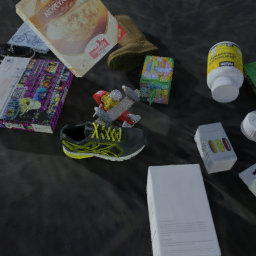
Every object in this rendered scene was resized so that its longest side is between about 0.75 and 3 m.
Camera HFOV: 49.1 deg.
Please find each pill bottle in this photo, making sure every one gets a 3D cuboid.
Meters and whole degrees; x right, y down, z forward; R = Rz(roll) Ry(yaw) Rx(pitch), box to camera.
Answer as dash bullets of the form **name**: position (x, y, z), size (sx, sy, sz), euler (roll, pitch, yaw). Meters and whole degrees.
- **pill bottle**: position (3.217, -1.846, 9.302), size (1.119, 1.119, 1.998), euler (9, 54, 6)

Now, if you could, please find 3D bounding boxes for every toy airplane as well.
- **toy airplane**: position (-0.305, -0.637, 8.392), size (1.506, 1.067, 1.513), euler (-2, 48, -4)

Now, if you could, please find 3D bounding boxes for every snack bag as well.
- **snack bag**: position (-3.681, -3.757, 11.283), size (1.745, 0.198, 1.850), euler (11, 55, 7)

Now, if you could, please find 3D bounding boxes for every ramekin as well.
- **ramekin**: position (3.923, -0.084, 8.429), size (0.914, 0.446, 0.914), euler (0, 53, 0)

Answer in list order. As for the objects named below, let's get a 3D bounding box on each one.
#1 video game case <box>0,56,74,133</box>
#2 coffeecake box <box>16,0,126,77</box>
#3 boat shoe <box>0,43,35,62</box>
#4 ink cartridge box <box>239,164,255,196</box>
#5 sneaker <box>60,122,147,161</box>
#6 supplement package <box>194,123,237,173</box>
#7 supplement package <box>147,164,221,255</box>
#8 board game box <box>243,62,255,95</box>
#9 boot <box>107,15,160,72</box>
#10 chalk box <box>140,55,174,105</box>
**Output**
- **video game case**: position (-3.313, -1.192, 9.199), size (2.534, 0.501, 2.795), euler (6, 54, 4)
- **coffeecake box**: position (-1.475, -2.797, 7.485), size (1.754, 2.286, 0.835), euler (-46, 22, -7)
- **boat shoe**: position (-4.483, -2.841, 10.360), size (1.954, 0.589, 0.722), euler (0, 54, 0)
- **ink cartridge box**: position (3.976, 1.578, 7.065), size (1.170, 0.674, 2.019), euler (-25, 58, -17)
- **sneaker**: position (-0.713, 0.326, 7.631), size (2.447, 1.035, 0.911), euler (-6, 57, 7)
- **supplement package**: position (2.418, 0.552, 7.824), size (0.685, 0.659, 1.204), euler (-9, 55, -7)
- **supplement package**: position (1.139, 2.010, 6.403), size (1.233, 1.218, 2.034), euler (-2, 54, -2)
- **board game box**: position (4.773, -1.280, 9.207), size (1.212, 0.271, 2.314), euler (-16, 63, -5)
- **boot**: position (-0.276, -3.273, 10.591), size (2.182, 0.824, 2.492), euler (-17, 56, -28)
- **chalk box**: position (0.922, -1.452, 9.110), size (0.972, 0.977, 1.570), euler (8, 55, 6)
